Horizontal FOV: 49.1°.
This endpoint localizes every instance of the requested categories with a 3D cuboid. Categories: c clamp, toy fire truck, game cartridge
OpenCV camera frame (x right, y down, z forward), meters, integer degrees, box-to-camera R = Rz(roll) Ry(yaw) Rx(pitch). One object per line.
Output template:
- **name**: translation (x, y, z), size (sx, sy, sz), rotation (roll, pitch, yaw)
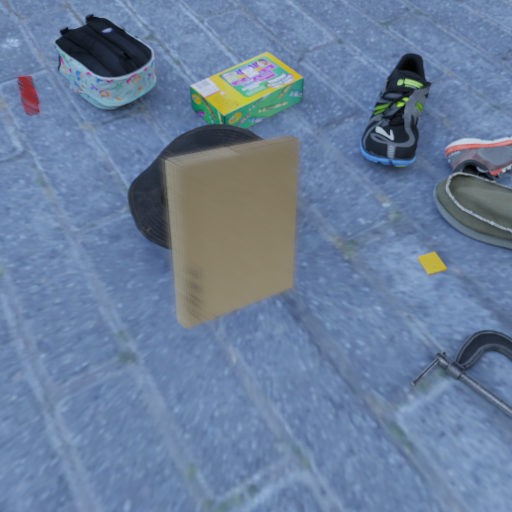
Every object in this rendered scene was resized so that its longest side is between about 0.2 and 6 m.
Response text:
- **c clamp**: translation (3.694, 1.998, 8.454), size (2.161, 0.293, 1.846), rotation (33, 54, 25)
- **toy fire truck**: translation (-3.246, -2.237, 8.045), size (0.205, 0.592, 0.839), rotation (-14, 57, -16)
- **game cartridge**: translation (3.130, 0.139, 10.000), size (0.371, 0.068, 0.421), rotation (-15, 51, -11)

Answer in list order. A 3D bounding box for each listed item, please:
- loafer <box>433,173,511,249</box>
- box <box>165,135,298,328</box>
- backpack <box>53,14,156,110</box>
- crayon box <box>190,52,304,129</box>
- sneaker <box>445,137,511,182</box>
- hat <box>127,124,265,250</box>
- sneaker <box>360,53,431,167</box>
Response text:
- **loafer**: translation (4.847, -0.754, 9.985), size (3.342, 1.164, 1.257), rotation (27, 57, 20)
- **box**: translation (-0.245, -0.321, 7.401), size (1.867, 2.284, 0.243), rotation (-18, 33, -32)
- **backpack**: translation (-3.244, -4.184, 12.434), size (1.987, 1.496, 1.764), rotation (33, 56, 21)
- **crayon box**: translation (-0.194, -3.649, 12.568), size (2.231, 0.650, 1.325), rotation (-31, 58, -22)
- **sneaker**: translation (4.852, -1.865, 11.279), size (2.044, 0.788, 0.837), rotation (-2, 75, 3)
- **hat**: translation (-0.782, -0.985, 10.204), size (2.905, 1.172, 2.905), rotation (-5, 56, 7)
- **sneaker**: translation (2.936, -3.085, 11.684), size (1.158, 1.353, 3.266), rotation (13, 53, 12)
